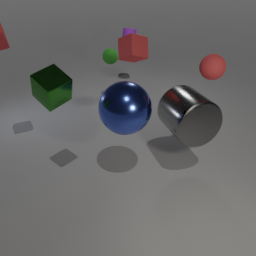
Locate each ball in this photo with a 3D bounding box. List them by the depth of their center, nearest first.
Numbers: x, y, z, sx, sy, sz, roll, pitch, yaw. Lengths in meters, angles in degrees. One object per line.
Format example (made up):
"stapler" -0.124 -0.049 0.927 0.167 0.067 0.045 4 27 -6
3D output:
"ball" -0.075 -0.517 7.309 1.400 1.400 1.400 0 30 0
"ball" 2.295 -1.655 7.602 0.700 0.700 0.700 0 30 0
"ball" -0.791 -3.205 12.526 0.700 0.700 0.700 0 30 0

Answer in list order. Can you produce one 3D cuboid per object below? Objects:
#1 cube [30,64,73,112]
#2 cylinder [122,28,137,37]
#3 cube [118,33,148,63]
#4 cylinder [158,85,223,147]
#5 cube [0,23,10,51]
"cube" -1.828 -0.970 6.731 0.700 0.700 0.700 40 55 17
"cylinder" 0.066 -4.761 14.492 0.700 0.700 0.700 6 13 -1
"cube" 0.165 -2.547 8.977 0.700 0.700 0.700 -2 0 -42
"cylinder" 1.761 -0.372 8.155 1.400 1.400 1.400 -9 30 -16
"cube" -3.803 -2.592 7.735 0.700 0.700 0.700 -21 74 -13
